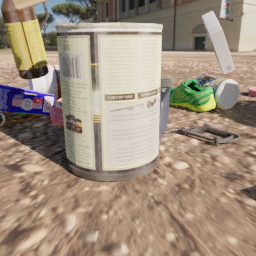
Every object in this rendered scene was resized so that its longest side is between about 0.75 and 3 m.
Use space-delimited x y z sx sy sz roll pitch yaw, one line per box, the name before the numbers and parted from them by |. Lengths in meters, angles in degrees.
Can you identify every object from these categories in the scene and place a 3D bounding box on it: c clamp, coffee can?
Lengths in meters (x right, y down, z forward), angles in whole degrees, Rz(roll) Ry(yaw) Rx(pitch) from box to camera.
c clamp | 1.965 0.185 7.220 1.580 0.214 1.350 15 18 42
coffee can | -0.323 -0.602 5.513 1.963 2.683 1.963 0 18 0

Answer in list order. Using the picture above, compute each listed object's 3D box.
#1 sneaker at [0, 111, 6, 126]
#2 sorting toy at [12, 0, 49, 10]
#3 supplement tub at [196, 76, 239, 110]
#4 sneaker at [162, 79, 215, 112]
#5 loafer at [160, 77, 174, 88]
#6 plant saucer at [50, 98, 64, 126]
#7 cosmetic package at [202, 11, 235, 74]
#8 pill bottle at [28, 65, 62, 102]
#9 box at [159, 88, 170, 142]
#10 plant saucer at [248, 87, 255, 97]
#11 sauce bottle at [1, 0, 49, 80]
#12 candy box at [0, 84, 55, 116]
sneaker | -4.367 -0.190 7.651 1.802 0.599 0.815 -3 15 -15
sorting toy | -1.562 -2.503 4.417 0.931 1.006 0.184 -14 28 9
supplement tub | 3.210 -1.355 10.429 1.095 1.095 1.514 -10 21 -28
sneaker | 2.177 -1.312 10.358 0.939 1.060 2.536 -14 22 -35
loafer | 1.083 -2.040 13.350 2.085 0.784 0.726 0 4 -7
plant saucer | -1.542 -0.688 8.817 1.852 0.469 1.852 -6 28 3
cosmetic package | 3.050 -2.865 9.455 0.443 1.713 1.292 -19 43 21
pill bottle | -2.554 -1.790 11.211 2.599 1.458 1.458 -9 20 -26
box | 0.132 -0.487 7.787 1.867 1.067 2.050 5 19 14
plant saucer | 5.967 -1.570 12.388 1.202 0.305 1.202 0 17 0
sauce bottle | -2.361 -2.297 6.273 0.752 2.324 0.752 -4 26 2
candy box | -3.711 -0.939 8.989 2.042 0.787 1.727 13 5 31
